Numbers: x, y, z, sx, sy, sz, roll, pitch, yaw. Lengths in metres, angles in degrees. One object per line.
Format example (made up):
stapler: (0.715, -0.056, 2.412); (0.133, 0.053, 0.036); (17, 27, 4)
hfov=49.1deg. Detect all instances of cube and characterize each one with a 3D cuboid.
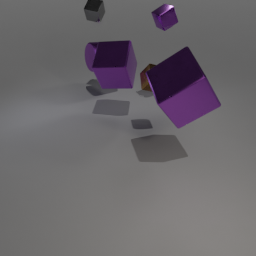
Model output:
cube: (1.553, -1.118, 7.970); (1.400, 1.400, 1.400); (-30, 47, 17)
cube: (1.493, -4.493, 11.355); (0.700, 0.700, 0.700); (-34, 40, -5)
cube: (0.918, -1.768, 10.010); (0.700, 0.700, 0.700); (7, 65, -27)
cube: (-1.513, -5.353, 12.755); (0.700, 0.700, 0.700); (16, 70, 10)
cube: (-0.504, -2.579, 11.537); (1.400, 1.400, 1.400); (2, 62, 15)

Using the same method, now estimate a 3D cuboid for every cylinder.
cylinder: (-1.238, -3.555, 13.898); (1.400, 1.400, 1.400); (-13, 33, -30)
